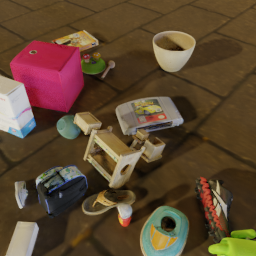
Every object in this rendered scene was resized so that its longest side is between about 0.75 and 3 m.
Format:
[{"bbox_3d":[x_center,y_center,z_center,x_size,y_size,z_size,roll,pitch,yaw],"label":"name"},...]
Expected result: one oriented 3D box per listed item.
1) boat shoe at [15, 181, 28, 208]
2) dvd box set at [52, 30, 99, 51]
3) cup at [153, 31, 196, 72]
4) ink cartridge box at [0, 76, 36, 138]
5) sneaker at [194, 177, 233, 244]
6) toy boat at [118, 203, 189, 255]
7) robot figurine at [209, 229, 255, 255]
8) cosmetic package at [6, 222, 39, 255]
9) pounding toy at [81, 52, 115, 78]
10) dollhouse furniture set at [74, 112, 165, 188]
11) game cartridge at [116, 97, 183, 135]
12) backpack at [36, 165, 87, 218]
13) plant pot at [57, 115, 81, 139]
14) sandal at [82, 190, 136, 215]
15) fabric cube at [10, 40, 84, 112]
[{"bbox_3d":[-3.302,2.023,8.730,0.334,0.368,1.002,-17,47,-15],"label":"boat shoe"},{"bbox_3d":[-2.897,-4.678,15.393,2.082,0.306,1.524,-28,52,-24],"label":"dvd box set"},{"bbox_3d":[2.156,-3.575,13.527,1.976,1.413,1.976,-1,45,1],"label":"cup"},{"bbox_3d":[-4.425,-0.811,10.337,1.488,2.059,0.872,20,49,18],"label":"ink cartridge box"},{"bbox_3d":[2.671,2.320,8.165,1.030,0.745,2.108,-5,44,-2],"label":"sneaker"},{"bbox_3d":[0.616,2.707,7.659,2.004,0.931,1.685,18,49,17],"label":"toy boat"},{"bbox_3d":[2.924,3.299,6.950,1.721,0.996,1.510,9,58,-5],"label":"robot figurine"},{"bbox_3d":[-2.864,3.105,7.651,0.552,0.397,0.978,3,47,4],"label":"cosmetic package"},{"bbox_3d":[-1.595,-3.251,13.655,1.676,0.778,1.294,21,49,20],"label":"pounding toy"},{"bbox_3d":[-0.409,0.603,9.862,2.206,1.387,2.494,-10,40,-45],"label":"dollhouse furniture set"},{"bbox_3d":[0.801,-0.562,11.254,2.421,0.495,1.611,-11,42,-11],"label":"game cartridge"},{"bbox_3d":[-1.994,1.746,8.385,1.389,1.271,1.021,-28,52,-30],"label":"backpack"},{"bbox_3d":[-2.253,-0.069,10.310,0.903,0.608,0.903,-5,80,29],"label":"plant pot"},{"bbox_3d":[-0.578,2.162,8.534,1.672,0.452,0.672,-9,46,-9],"label":"sandal"},{"bbox_3d":[-3.238,-2.177,11.690,2.068,2.074,2.035,11,45,10],"label":"fabric cube"}]
